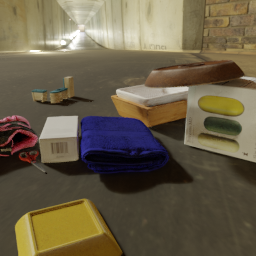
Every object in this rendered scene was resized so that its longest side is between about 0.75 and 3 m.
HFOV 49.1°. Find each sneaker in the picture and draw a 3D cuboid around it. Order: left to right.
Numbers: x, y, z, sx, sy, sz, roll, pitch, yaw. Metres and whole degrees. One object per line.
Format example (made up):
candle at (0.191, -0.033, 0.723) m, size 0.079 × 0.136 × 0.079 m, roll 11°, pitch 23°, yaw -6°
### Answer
sneaker at (-3.761, 0.403, 7.700) m, size 2.719 × 1.074 × 1.297 m, roll -20°, pitch 39°, yaw -41°

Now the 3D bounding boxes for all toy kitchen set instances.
toy kitchen set at (-3.757, -1.980, 14.114) m, size 1.393 × 1.025 × 1.739 m, roll 6°, pitch 20°, yaw 18°

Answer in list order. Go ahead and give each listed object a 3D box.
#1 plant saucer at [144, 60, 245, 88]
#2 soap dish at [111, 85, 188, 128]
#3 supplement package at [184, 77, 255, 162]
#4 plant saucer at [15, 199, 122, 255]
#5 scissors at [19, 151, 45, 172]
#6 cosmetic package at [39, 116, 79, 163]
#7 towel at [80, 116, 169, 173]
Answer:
plant saucer at (1.825, -1.581, 7.994) m, size 2.790 × 0.481 × 2.790 m, roll -7°, pitch 15°, yaw 2°
soap dish at (1.131, -0.986, 11.108) m, size 2.879 × 1.169 × 2.265 m, roll -13°, pitch 24°, yaw -34°
supplement package at (3.306, -0.389, 8.190) m, size 2.604 × 1.976 × 1.962 m, roll 14°, pitch 24°, yaw 35°
plant saucer at (-1.063, 1.726, 4.697) m, size 1.518 × 0.368 × 1.519 m, roll -10°, pitch 22°, yaw -23°
scissors at (-2.560, 0.912, 7.427) m, size 0.529 × 0.101 × 1.446 m, roll -7°, pitch 22°, yaw -25°
cosmetic package at (-1.959, 0.262, 8.285) m, size 1.024 × 0.746 × 2.014 m, roll -2°, pitch 18°, yaw -7°
towel at (-0.284, 0.408, 8.052) m, size 2.175 × 0.730 × 2.946 m, roll 3°, pitch 19°, yaw -12°
